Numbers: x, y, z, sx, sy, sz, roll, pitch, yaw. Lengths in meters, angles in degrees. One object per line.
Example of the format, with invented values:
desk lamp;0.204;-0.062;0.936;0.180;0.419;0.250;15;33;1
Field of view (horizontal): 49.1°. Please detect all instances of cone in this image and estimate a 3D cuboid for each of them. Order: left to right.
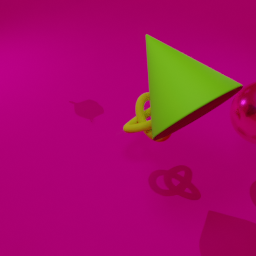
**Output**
cone;0.668;-0.841;4.360;1.522;1.522;1.528;-26;79;-24

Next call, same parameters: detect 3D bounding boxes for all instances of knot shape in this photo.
knot shape;0.396;-0.172;5.992;1.074;0.530;1.147;-23;53;9

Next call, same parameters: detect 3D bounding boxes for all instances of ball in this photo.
ball;2.621;-0.287;5.380;1.256;1.256;1.256;0;44;0
